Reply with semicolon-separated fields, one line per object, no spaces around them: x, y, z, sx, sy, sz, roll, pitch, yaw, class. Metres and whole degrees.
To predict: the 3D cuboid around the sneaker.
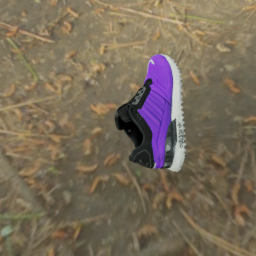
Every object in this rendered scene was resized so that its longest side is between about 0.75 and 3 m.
0.358;-0.421;5.437;1.241;0.868;2.496;2;65;-10;sneaker
